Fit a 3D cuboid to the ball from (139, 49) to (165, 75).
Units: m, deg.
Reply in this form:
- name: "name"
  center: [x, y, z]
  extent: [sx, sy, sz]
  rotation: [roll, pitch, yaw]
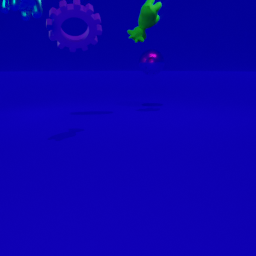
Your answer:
- name: "ball"
  center: [1.054, -2.933, 12.502]
  extent: [1.146, 1.146, 1.146]
  rotation: [0, 13, 0]

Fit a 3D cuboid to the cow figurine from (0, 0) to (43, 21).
- name: "cow figurine"
  center: [-2.058, -2.799, 5.626]
  extent: [0.652, 1.168, 1.187]
  rotation: [1, 4, 28]

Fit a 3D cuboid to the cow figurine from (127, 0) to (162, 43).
- name: "cow figurine"
  center: [0.571, -3.724, 9.866]
  extent: [0.726, 1.302, 1.323]
  rotation: [36, -20, 10]

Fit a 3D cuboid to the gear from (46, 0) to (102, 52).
- name: "gear"
  center: [-1.774, -3.351, 9.312]
  extent: [1.775, 1.775, 0.328]
  rotation: [-3, 54, -12]
